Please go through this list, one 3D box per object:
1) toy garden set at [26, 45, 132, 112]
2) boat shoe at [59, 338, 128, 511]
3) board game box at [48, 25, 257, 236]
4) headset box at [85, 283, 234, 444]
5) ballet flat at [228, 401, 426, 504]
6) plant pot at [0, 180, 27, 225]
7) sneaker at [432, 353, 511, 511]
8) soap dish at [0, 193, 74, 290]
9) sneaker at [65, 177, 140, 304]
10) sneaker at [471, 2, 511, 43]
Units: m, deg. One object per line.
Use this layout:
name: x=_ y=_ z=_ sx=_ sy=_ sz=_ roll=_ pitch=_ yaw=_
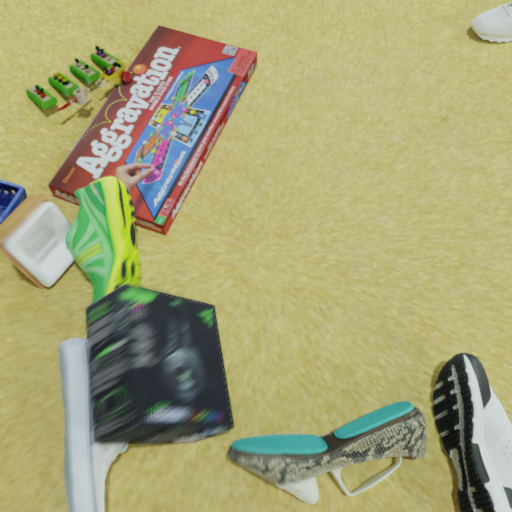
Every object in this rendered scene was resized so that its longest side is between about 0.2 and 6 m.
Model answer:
toy garden set: x=-3.615 y=-3.636 z=11.462 sx=1.925 sy=0.384 sz=1.605 roll=-38 pitch=50 yaw=-18
boat shoe: x=-2.235 y=2.533 z=7.988 sx=0.926 sy=1.020 sz=2.775 roll=-2 pitch=80 yaw=-25
board game box: x=-1.902 y=-2.717 z=11.221 sx=2.378 sy=0.449 sz=4.620 roll=18 pitch=64 yaw=11
headset box: x=-1.386 y=1.535 z=8.047 sx=0.969 sy=1.819 sz=2.089 roll=-29 pitch=58 yaw=31
ballet flat: x=1.108 y=2.932 z=8.028 sx=2.915 sy=0.989 sz=1.098 roll=-11 pitch=88 yaw=-7
plant pot: x=-4.595 y=-0.811 z=10.013 sx=0.867 sy=0.779 sz=0.867 roll=17 pitch=64 yaw=9
sneaker: x=3.398 y=2.775 z=8.134 sx=1.106 sy=1.019 sz=2.765 roll=1 pitch=66 yaw=-15
soap dish: x=-3.626 y=-0.249 z=9.351 sx=0.588 sy=1.448 sz=1.139 roll=26 pitch=67 yaw=25
sneaker: x=-2.595 y=-0.020 z=9.425 sx=1.079 sy=0.956 sz=2.581 roll=-8 pitch=77 yaw=15
sneaker: x=5.911 y=-5.360 z=12.358 sx=2.275 sy=0.916 sz=0.869 roll=-9 pitch=64 yaw=-3
